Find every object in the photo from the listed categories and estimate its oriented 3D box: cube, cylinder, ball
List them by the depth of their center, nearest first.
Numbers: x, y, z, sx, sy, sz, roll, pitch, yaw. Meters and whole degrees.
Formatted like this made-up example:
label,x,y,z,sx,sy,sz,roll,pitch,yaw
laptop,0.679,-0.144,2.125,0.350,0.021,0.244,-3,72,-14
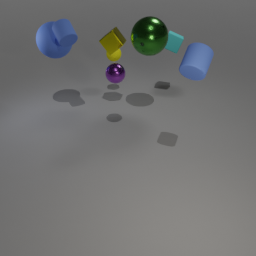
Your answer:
label,x,y,z,sx,sy,sz,roll,pitch,yaw
cylinder,1.754,-1.699,7.205,0.700,0.700,0.700,17,74,25
ball,-0.436,-1.897,9.728,0.700,0.700,0.700,0,31,0
cylinder,-2.249,-3.382,9.982,0.700,0.700,0.700,-20,75,-30
ball,0.799,-3.401,10.412,1.400,1.400,1.400,0,31,0
cube,-0.586,-3.417,10.990,0.700,0.700,0.700,-30,21,27
ball,-2.906,-3.472,11.086,1.400,1.400,1.400,0,31,0
cube,2.047,-3.888,12.664,0.700,0.700,0.700,24,28,-2
ball,-0.662,-3.449,13.012,0.700,0.700,0.700,0,31,0
